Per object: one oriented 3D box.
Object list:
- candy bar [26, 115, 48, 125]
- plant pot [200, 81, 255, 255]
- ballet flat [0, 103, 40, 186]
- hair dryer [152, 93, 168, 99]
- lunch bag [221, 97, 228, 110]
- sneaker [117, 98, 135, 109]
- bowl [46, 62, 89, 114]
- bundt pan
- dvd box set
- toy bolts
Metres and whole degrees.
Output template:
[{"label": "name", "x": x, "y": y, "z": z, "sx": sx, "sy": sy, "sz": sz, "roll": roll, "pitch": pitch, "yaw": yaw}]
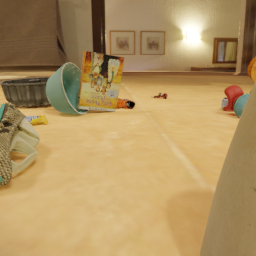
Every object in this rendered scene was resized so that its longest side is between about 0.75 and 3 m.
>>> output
[{"label": "candy bar", "x": -3.162, "y": -0.185, "z": 8.035, "sx": 1.693, "sy": 0.188, "sz": 0.422, "roll": -6, "pitch": 44, "yaw": -36}, {"label": "plant pot", "x": 1.758, "y": 0.210, "z": 2.203, "sx": 2.185, "sy": 2.333, "sz": 2.185, "roll": 0, "pitch": 13, "yaw": 0}, {"label": "ballet flat", "x": -2.219, "y": 0.295, "z": 5.241, "sx": 1.078, "sy": 0.971, "sz": 2.864, "roll": 20, "pitch": 14, "yaw": -17}, {"label": "hair dryer", "x": 1.654, "y": -1.553, "z": 14.013, "sx": 0.689, "sy": 0.246, "sz": 0.904, "roll": -29, "pitch": 22, "yaw": -28}, {"label": "lunch bag", "x": 3.923, "y": -0.913, "z": 10.699, "sx": 0.650, "sy": 0.487, "sz": 0.766, "roll": 8, "pitch": 9, "yaw": 24}, {"label": "sneaker", "x": -0.221, "y": -0.970, "z": 10.978, "sx": 1.160, "sy": 0.450, "sz": 0.650, "roll": -9, "pitch": 15, "yaw": -31}, {"label": "bowl", "x": -2.194, "y": -1.280, "z": 9.949, "sx": 0.976, "sy": 1.867, "sz": 1.867, "roll": -13, "pitch": 9, "yaw": 21}, {"label": "bundt pan", "x": -3.932, "y": -1.543, "z": 11.933, "sx": 2.763, "sy": 1.037, "sz": 2.763, "roll": -1, "pitch": 16, "yaw": 0}, {"label": "dvd box set", "x": -0.978, "y": -1.615, "z": 9.948, "sx": 1.465, "sy": 2.002, "sz": 0.294, "roll": 4, "pitch": 15, "yaw": -26}, {"label": "toy bolts", "x": 4.429, "y": -1.145, "z": 9.247, "sx": 2.155, "sy": 2.059, "sz": 1.495, "roll": -22, "pitch": 34, "yaw": -12}]
